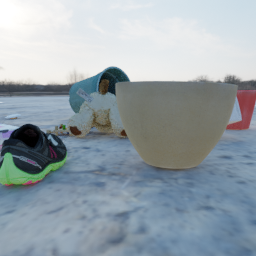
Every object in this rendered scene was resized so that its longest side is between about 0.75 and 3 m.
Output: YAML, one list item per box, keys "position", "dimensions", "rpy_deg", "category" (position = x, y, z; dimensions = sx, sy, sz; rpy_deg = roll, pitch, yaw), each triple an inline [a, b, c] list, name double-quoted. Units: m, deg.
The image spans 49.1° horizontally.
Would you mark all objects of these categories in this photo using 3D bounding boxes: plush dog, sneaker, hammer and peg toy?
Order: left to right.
- position: [-1.690, 0.353, 5.303]
  dimensions: [0.854, 0.933, 2.226]
  rpy_deg: [0, 8, -1]
  category: "sneaker"
- position: [-2.232, 0.043, 9.496]
  dimensions: [0.972, 0.343, 0.715]
  rpy_deg: [1, 8, 7]
  category: "hammer and peg toy"
- position: [-0.799, -0.450, 9.414]
  dimensions: [2.240, 1.797, 1.924]
  rpy_deg: [0, -15, 0]
  category: "plush dog"

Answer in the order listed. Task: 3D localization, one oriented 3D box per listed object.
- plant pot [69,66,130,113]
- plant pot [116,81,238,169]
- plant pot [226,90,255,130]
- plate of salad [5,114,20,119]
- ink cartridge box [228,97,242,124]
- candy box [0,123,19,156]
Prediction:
- position: [-1.463, -1.586, 14.115]
  dimensions: [2.541, 2.594, 2.594]
  rpy_deg: [-3, 4, 42]
  category: "plant pot"
- position: [0.906, -0.072, 5.711]
  dimensions: [2.381, 1.598, 2.381]
  rpy_deg: [2, 6, 0]
  category: "plant pot"
- position: [4.100, -0.729, 10.865]
  dimensions: [1.666, 1.474, 1.666]
  rpy_deg: [0, 9, 0]
  category: "plant pot"
- position: [-5.836, -0.562, 14.238]
  dimensions: [0.762, 0.183, 0.762]
  rpy_deg: [-7, 16, 2]
  category: "plate of salad"
- position: [2.051, -0.405, 8.742]
  dimensions: [2.327, 0.999, 1.704]
  rpy_deg: [-7, -9, -33]
  category: "ink cartridge box"
- position: [-3.567, 0.299, 6.598]
  dimensions: [1.855, 0.664, 1.556]
  rpy_deg: [8, 11, 43]
  category: "candy box"
